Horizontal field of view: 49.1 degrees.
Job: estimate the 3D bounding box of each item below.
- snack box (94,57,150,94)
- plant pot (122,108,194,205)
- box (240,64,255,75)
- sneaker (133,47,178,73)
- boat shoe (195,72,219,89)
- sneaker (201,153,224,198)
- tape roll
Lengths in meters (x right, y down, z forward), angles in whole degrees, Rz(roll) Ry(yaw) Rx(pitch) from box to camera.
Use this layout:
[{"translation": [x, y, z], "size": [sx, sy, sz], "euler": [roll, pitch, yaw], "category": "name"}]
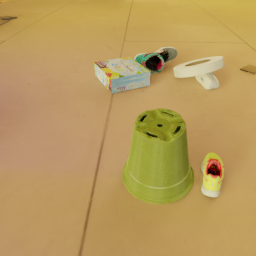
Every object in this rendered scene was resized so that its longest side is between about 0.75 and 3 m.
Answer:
[{"translation": [-0.260, -2.149, 11.083], "size": [1.629, 0.654, 1.932], "euler": [-14, 37, -19], "category": "snack box"}, {"translation": [0.672, 0.482, 5.991], "size": [1.662, 1.579, 1.662], "euler": [-1, 41, 1], "category": "plant pot"}, {"translation": [5.417, -2.573, 12.263], "size": [0.832, 0.089, 0.680], "euler": [-26, 40, -33], "category": "box"}, {"translation": [1.403, -2.980, 12.132], "size": [2.097, 0.877, 1.266], "euler": [-17, 32, -13], "category": "sneaker"}, {"translation": [3.109, -2.042, 11.030], "size": [0.547, 0.575, 1.597], "euler": [0, 32, -11], "category": "boat shoe"}, {"translation": [1.974, 0.923, 6.398], "size": [0.531, 0.614, 1.359], "euler": [6, 32, 11], "category": "sneaker"}, {"translation": [2.827, -2.454, 11.211], "size": [2.005, 0.366, 2.005], "euler": [-13, 17, 4], "category": "tape roll"}]
